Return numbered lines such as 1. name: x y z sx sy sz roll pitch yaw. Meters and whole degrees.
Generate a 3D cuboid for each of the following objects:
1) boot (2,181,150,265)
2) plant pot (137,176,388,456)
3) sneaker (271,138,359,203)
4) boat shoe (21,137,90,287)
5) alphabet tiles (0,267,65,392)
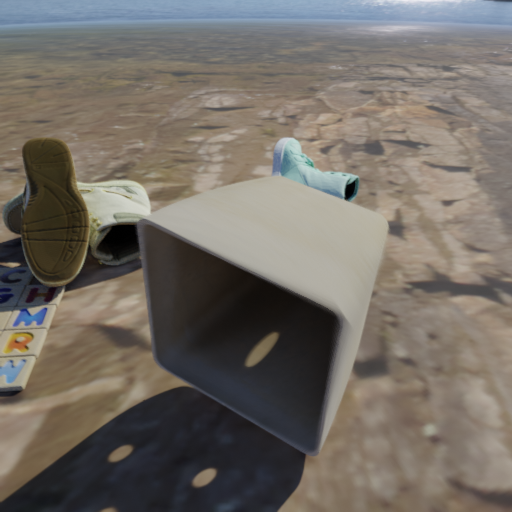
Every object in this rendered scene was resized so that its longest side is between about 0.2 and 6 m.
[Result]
1. boot: -3.164 -0.572 10.202 2.735 0.986 2.115 -9 31 -19
2. plant pot: 0.276 0.362 6.285 2.259 2.261 2.002 24 45 23
3. sneaker: 1.235 -1.559 11.775 1.803 1.125 3.057 -2 38 8
4. boat shoe: -3.467 -0.674 9.670 1.108 0.994 2.995 -3 57 -18
5. alphabet tiles: -4.536 1.128 7.934 3.081 0.117 3.702 -3 29 -4
